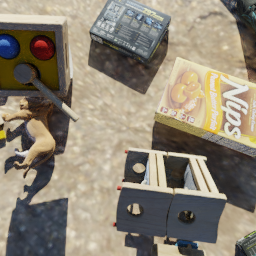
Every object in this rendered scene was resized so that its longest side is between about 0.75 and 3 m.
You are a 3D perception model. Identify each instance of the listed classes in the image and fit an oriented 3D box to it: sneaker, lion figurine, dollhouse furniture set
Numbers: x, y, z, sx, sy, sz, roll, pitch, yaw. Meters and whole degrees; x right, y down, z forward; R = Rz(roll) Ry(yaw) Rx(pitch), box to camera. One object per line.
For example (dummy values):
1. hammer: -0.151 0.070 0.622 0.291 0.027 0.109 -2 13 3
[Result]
1. sneaker: 3.943 -3.125 8.013 0.921 0.968 2.443 -19 77 -2
2. lion figurine: -2.436 0.034 7.473 1.454 0.860 2.374 -15 92 -11
3. dollhouse furniture set: 0.724 2.289 6.593 2.063 2.075 2.944 7 107 2

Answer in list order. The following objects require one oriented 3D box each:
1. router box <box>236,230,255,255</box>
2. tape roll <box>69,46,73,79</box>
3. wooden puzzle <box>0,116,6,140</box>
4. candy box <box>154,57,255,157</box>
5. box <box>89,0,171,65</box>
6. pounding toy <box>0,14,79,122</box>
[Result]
1. router box: 3.442 2.975 6.949 1.180 0.367 0.884 -27 79 -6
2. tape roll: -2.072 -1.932 7.545 0.920 1.339 1.339 -8 78 -1
3. wooden puzzle: -4.077 -0.228 7.775 1.060 0.184 1.571 -25 79 -10
4. candy box: 2.349 -0.557 7.496 2.933 0.811 1.693 20 77 5
5. box: 0.067 -2.927 8.193 1.940 0.495 1.530 26 80 6
6. pounding toy: -1.856 -1.224 5.710 1.717 1.326 1.865 0 119 -6
